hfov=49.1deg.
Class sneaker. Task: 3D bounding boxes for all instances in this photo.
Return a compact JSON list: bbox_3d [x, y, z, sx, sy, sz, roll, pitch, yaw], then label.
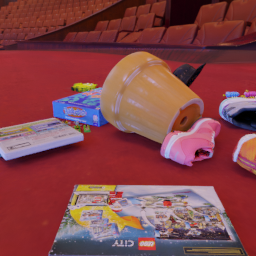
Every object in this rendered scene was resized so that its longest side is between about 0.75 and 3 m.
[{"bbox_3d":[3.725,0.503,6.813,2.806,1.024,1.082,-21,41,-30],"label":"sneaker"},{"bbox_3d":[1.874,0.434,7.254,2.269,0.836,0.984,-21,42,-38],"label":"sneaker"},{"bbox_3d":[4.525,-0.422,9.217,2.649,1.030,1.853,-8,20,6],"label":"sneaker"}]

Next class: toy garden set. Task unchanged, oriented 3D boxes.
[{"bbox_3d":[-1.828,-0.086,9.235,1.096,0.219,0.913,-4,20,-10],"label":"toy garden set"}]

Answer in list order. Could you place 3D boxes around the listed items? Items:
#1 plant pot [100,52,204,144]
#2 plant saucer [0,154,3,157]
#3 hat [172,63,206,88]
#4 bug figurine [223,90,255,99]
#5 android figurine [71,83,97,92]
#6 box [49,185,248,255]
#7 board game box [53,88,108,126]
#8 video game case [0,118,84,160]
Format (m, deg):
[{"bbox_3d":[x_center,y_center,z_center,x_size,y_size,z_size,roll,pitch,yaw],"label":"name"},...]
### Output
[{"bbox_3d":[0.820,-0.645,8.079,2.437,2.437,2.231,-17,42,-40],"label":"plant pot"},{"bbox_3d":[-3.342,0.484,7.588,2.890,0.274,1.010,-13,24,-36],"label":"plant saucer"},{"bbox_3d":[1.810,-1.661,9.350,0.682,1.691,1.691,41,30,8],"label":"hat"},{"bbox_3d":[5.222,-1.324,12.301,1.525,0.506,1.966,-3,19,-8],"label":"bug figurine"},{"bbox_3d":[-2.328,-2.218,15.165,1.424,0.292,1.296,-20,27,-40],"label":"android figurine"},{"bbox_3d":[0.266,1.521,4.315,2.511,0.473,1.715,1,20,1],"label":"box"},{"bbox_3d":[-1.100,-0.923,10.942,2.190,0.648,2.880,12,23,30],"label":"board game box"},{"bbox_3d":[-2.553,0.218,7.649,2.050,0.226,1.867,-15,25,-35],"label":"video game case"}]
